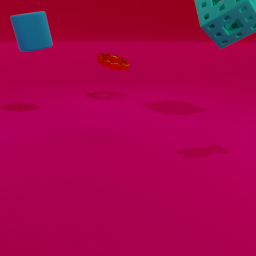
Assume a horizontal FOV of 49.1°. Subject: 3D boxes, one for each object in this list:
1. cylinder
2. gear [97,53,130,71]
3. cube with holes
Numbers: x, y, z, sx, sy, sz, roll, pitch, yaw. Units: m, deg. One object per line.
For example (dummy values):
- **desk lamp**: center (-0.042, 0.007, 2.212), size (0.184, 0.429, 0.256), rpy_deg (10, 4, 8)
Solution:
- **cylinder**: center (-2.983, -3.007, 8.730), size (1.038, 1.038, 1.038), rpy_deg (-6, 26, 3)
- **gear**: center (-0.599, -2.725, 11.505), size (1.329, 0.246, 1.329), rpy_deg (13, 28, -7)
- **cube with holes**: center (2.967, -3.508, 8.301), size (1.365, 1.365, 1.365), rpy_deg (-22, -29, 36)
